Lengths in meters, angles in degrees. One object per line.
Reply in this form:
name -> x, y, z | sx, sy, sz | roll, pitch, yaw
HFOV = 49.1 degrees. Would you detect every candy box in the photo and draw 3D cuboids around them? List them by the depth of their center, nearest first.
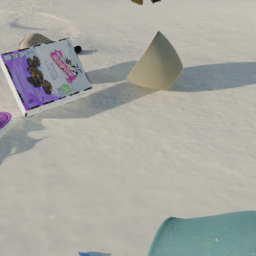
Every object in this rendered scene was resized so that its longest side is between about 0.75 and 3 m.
candy box -> -2.718, -1.737, 9.458 | 2.400, 0.859, 2.013 | -24, 86, -26

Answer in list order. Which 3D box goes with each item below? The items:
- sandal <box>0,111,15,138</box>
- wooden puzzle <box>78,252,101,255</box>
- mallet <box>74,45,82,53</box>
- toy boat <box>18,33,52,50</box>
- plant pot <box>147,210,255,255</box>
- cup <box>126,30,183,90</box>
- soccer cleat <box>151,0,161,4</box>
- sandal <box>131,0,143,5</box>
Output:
sandal -> -4.302, 0.214, 8.061 | 1.068, 0.645, 2.624 | 7, 40, 9
wooden puzzle -> -1.239, 2.975, 5.025 | 1.182, 0.205, 1.752 | 10, 40, 11
mallet -> -2.864, -3.878, 13.419 | 1.582, 0.326, 0.521 | 28, 47, 35
toy boat -> -3.186, -2.505, 10.898 | 2.206, 1.442, 1.440 | 30, 45, -14
plant pot -> 1.692, 2.462, 3.845 | 2.701, 2.874, 2.874 | 2, 36, 27
cup -> 1.117, -2.265, 10.294 | 1.488, 2.081, 2.081 | 32, 42, -6
soccer cleat -> 0.621, -3.709, 7.062 | 0.409, 1.266, 0.529 | -12, 74, 7
sandal -> 0.155, -5.154, 10.233 | 0.730, 0.491, 1.818 | 34, 6, 24
